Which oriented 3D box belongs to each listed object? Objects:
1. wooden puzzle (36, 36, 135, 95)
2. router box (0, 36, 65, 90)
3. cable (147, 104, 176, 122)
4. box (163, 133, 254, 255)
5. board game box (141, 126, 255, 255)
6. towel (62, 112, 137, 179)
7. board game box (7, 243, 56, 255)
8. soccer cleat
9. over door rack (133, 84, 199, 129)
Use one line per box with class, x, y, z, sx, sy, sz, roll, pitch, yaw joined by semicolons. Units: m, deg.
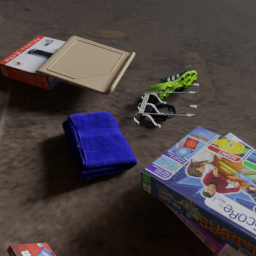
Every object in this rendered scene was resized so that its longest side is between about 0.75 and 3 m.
wooden puzzle;-1.191;-1.875;8.334;2.339;0.436;2.164;16;47;11
router box;-2.723;-2.187;9.070;1.809;0.492;2.016;17;47;17
cable;0.874;-0.464;7.440;0.798;0.203;0.651;25;54;39
box;1.953;1.174;5.681;2.323;0.454;1.590;-28;50;-26
board game box;1.850;1.027;4.853;1.863;0.474;2.753;-32;43;-33
towel;-0.692;0.283;6.474;1.350;0.453;1.829;-10;44;-20
board game box;-1.229;2.286;4.286;1.429;0.736;0.139;31;94;39
soccer cleat;1.337;-1.350;8.214;1.621;0.547;0.657;-28;40;-25
over door rack;1.023;-0.540;7.190;1.592;0.530;1.176;-7;35;21
